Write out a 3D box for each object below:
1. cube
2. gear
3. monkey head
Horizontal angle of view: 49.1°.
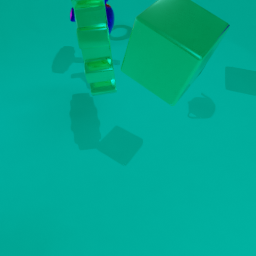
[{"bbox_3d":[0.545,-0.965,3.417,0.839,0.839,0.839,36,57,9],"label":"cube"},{"bbox_3d":[-0.512,-1.577,4.313,0.387,2.092,2.092,-8,44,-1],"label":"gear"},{"bbox_3d":[-0.832,-2.601,6.706,0.980,1.362,0.821,-3,32,-30],"label":"monkey head"}]
